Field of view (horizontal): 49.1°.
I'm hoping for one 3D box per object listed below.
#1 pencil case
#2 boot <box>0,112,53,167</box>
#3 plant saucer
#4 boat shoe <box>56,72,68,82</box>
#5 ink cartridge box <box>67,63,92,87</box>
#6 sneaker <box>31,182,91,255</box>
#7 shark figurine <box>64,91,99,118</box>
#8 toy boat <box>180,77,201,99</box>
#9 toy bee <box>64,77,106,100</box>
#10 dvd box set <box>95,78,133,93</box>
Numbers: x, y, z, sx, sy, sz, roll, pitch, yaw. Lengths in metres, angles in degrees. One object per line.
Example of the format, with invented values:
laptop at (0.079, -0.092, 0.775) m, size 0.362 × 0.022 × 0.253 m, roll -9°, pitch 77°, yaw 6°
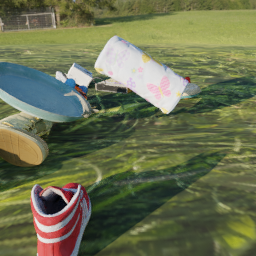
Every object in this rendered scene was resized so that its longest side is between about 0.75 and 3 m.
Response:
pencil case at (0.384, -1.545, 8.298) m, size 2.759 × 1.251 × 1.147 m, roll 31°, pitch 28°, yaw -1°
boot at (-2.368, 0.130, 6.699) m, size 2.263 × 0.824 × 1.759 m, roll 7°, pitch 21°, yaw 29°
plant saucer at (-2.449, -0.956, 7.747) m, size 2.928 × 0.401 × 2.928 m, roll 27°, pitch 19°, yaw -10°
boat shoe at (-3.046, -2.350, 13.653) m, size 0.575 × 0.622 × 1.684 m, roll -6°, pitch 22°, yaw -31°
ink cartridge box at (-2.315, -2.557, 13.560) m, size 1.057 × 0.610 × 1.456 m, roll 31°, pitch 13°, yaw -17°
sneaker at (-0.886, 1.014, 3.969) m, size 0.631 × 0.996 × 1.771 m, roll -1°, pitch 20°, yaw -2°
shark figurine at (-1.073, -0.493, 6.608) m, size 0.539 × 0.902 × 0.376 m, roll 8°, pitch 52°, yaw 33°
toy boat at (2.375, -1.555, 11.561) m, size 1.292 × 0.714 × 1.537 m, roll 3°, pitch 28°, yaw 21°
toy bee at (-1.876, -1.035, 9.331) m, size 1.474 × 1.224 × 2.251 m, roll 22°, pitch -14°, yaw -25°
dvd box set at (-0.253, -2.112, 13.395) m, size 1.663 × 0.334 × 2.273 m, roll 10°, pitch 23°, yaw 25°
